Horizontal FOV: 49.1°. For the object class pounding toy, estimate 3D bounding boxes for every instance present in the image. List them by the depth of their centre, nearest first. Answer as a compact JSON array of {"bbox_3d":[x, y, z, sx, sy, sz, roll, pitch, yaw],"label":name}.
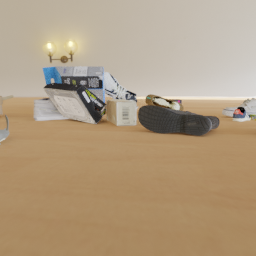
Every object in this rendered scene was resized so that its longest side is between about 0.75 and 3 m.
[{"bbox_3d":[-6.419,-1.011,13.194,2.006,1.045,2.284,-7,10,-39],"label":"pounding toy"}]

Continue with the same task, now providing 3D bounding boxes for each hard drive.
[{"bbox_3d":[-2.256,-1.009,11.214,2.371,1.657,0.449,14,52,44],"label":"hard drive"}]

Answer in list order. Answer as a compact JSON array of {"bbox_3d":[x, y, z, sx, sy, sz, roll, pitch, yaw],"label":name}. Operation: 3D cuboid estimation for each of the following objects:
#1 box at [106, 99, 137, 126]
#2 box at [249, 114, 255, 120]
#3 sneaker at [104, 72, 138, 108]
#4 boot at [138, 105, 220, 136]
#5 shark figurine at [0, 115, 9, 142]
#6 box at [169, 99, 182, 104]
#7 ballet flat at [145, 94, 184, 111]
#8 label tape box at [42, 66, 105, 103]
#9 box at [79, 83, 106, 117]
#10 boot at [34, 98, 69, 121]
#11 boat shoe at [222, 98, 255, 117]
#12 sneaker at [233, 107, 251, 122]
[{"bbox_3d":[-0.302,-0.653,11.166,0.772,0.943,1.986,-3,7,-15],"label":"box"},{"bbox_3d":[5.784,-0.472,12.370,0.558,0.230,0.951,-1,7,-9],"label":"box"},{"bbox_3d":[-0.334,-1.908,15.200,1.752,2.693,1.075,10,47,47],"label":"sneaker"},{"bbox_3d":[1.638,-0.216,9.099,2.393,0.835,1.576,16,11,24],"label":"boot"},{"bbox_3d":[-3.411,0.035,6.854,1.187,0.829,1.986,5,11,23],"label":"shark figurine"},{"bbox_3d":[2.372,-1.090,14.566,0.706,0.814,1.332,0,8,4],"label":"box"},{"bbox_3d":[1.806,-1.089,13.029,2.057,0.698,0.744,19,-1,-18],"label":"ballet flat"},{"bbox_3d":[-2.686,-1.970,14.160,2.993,2.145,0.989,-2,44,-4],"label":"label tape box"},{"bbox_3d":[-1.531,-1.063,11.629,1.332,0.368,1.663,39,-12,1],"label":"box"},{"bbox_3d":[-3.225,-0.904,12.609,0.769,0.999,2.091,8,11,44],"label":"boot"},{"bbox_3d":[5.936,-0.993,13.470,2.830,0.930,1.018,0,8,-1],"label":"boat shoe"},{"bbox_3d":[4.961,-0.628,12.125,0.530,0.598,1.414,6,10,37],"label":"sneaker"}]
